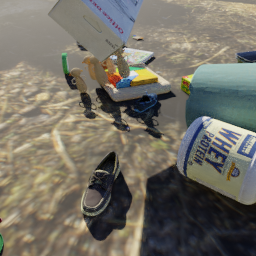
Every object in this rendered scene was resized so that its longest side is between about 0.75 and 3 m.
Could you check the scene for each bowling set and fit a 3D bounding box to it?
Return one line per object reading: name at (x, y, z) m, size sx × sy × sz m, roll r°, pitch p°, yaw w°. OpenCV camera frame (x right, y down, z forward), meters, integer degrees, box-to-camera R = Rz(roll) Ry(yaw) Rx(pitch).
bowling set at (-1.124, -2.394, 10.484) m, size 2.223 × 1.193 × 1.547 m, roll -20°, pitch 39°, yaw 0°

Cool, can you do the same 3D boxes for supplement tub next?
supplement tub at (2.249, 0.716, 6.022) m, size 2.020 × 1.464 × 1.464 m, roll 23°, pitch 40°, yaw 32°

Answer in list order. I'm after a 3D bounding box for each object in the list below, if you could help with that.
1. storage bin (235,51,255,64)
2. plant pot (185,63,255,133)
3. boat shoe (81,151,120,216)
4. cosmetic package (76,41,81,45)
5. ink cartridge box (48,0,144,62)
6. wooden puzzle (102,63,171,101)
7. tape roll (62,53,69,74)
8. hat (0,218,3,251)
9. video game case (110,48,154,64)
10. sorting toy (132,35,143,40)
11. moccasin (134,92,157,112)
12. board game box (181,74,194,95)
storage bin at (5.052, -2.340, 11.021) m, size 1.584 × 1.064 × 1.153 m, roll -11°, pitch 35°, yaw -15°
plant pot at (3.036, -0.560, 7.211) m, size 2.597 × 2.652 × 2.652 m, roll 12°, pitch 35°, yaw 31°
boat shoe at (-0.608, 1.150, 6.205) m, size 0.626 × 0.554 × 1.710 m, roll 7°, pitch 34°, yaw 10°
cosmetic package at (-1.600, -4.912, 15.331) m, size 2.350 × 0.595 × 0.970 m, roll 6°, pitch 33°, yaw 10°
ink cartridge box at (-0.799, -3.693, 8.359) m, size 1.170 × 2.028 × 2.795 m, roll -26°, pitch 36°, yaw 42°
wooden puzzle at (0.102, -1.963, 10.977) m, size 2.389 × 0.481 × 2.583 m, roll -12°, pitch 36°, yaw -17°
tape roll at (-2.635, -2.720, 11.791) m, size 0.202 × 0.842 × 0.842 m, roll -4°, pitch 34°, yaw -7°
hat at (-2.703, 1.812, 4.844) m, size 1.085 × 0.955 × 0.899 m, roll -18°, pitch 37°, yaw -25°
video game case at (0.164, -3.413, 13.425) m, size 1.617 × 0.196 × 1.776 m, roll 16°, pitch 37°, yaw 22°
sorting toy at (0.556, -5.224, 16.249) m, size 0.447 × 0.108 × 0.794 m, roll -31°, pitch 44°, yaw -32°
moccasin at (0.662, -0.936, 9.481) m, size 0.492 × 0.417 × 1.224 m, roll 17°, pitch 37°, yaw 24°
board game box at (3.179, -1.699, 10.547) m, size 2.127 × 0.506 × 1.081 m, roll -16°, pitch 37°, yaw -23°
